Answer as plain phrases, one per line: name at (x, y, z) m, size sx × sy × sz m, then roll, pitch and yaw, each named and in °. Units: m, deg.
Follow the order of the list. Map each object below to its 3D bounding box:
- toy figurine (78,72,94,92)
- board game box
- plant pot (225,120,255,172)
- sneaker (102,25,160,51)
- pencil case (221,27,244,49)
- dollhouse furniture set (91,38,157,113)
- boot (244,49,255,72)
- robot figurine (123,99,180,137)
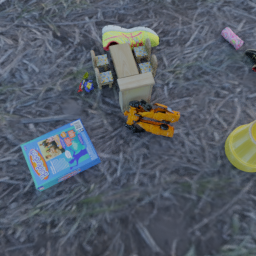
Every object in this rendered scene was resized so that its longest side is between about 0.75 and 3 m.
toy figurine at (-1.720, -1.844, 11.973) m, size 0.569 × 0.501 × 0.950 m, roll 24°, pitch 62°, yaw -21°
board game box at (-2.514, 0.963, 10.473) m, size 2.440 × 0.549 × 1.856 m, roll -25°, pitch 68°, yaw -10°
plant pot at (4.618, 0.533, 10.088) m, size 1.764 × 1.660 × 1.764 m, roll 0°, pitch 66°, yaw -1°
sneaker at (0.090, -3.789, 12.527) m, size 2.656 × 1.038 × 1.199 m, roll 6°, pitch 71°, yaw 10°
pencil case at (4.816, -4.142, 12.897) m, size 0.487 × 0.487 × 1.114 m, roll -30°, pitch 68°, yaw -13°
dollhouse furniture set at (-0.025, -2.358, 11.210) m, size 2.515 × 1.906 × 2.869 m, roll -14°, pitch 68°, yaw -6°
boot at (5.657, -2.961, 12.394) m, size 1.151 × 0.421 × 0.867 m, roll 24°, pitch 67°, yaw 4°
robot figurine at (0.847, -0.372, 10.736) m, size 2.071 × 1.502 × 0.603 m, roll 15°, pitch 34°, yaw 1°
